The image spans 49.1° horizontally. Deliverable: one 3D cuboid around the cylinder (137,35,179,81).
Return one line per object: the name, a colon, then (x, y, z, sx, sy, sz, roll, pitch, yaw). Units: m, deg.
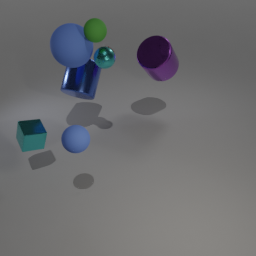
cylinder: (1.224, -2.760, 11.272, 1.400, 1.400, 1.400, 16, -4, 24)

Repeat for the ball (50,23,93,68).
ball: (-1.840, -2.693, 9.188, 1.400, 1.400, 1.400, 0, 32, 0)

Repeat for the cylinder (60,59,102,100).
cylinder: (-1.894, -2.004, 11.371, 1.400, 1.400, 1.400, 13, -5, 1)

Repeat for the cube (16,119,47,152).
cube: (-3.019, 0.225, 8.741, 0.700, 0.700, 0.700, -8, 45, -36)

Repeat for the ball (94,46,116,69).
ball: (-0.749, -2.253, 8.983, 0.700, 0.700, 0.700, 0, 32, 0)

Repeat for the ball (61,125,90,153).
ball: (-1.284, 0.274, 6.897, 0.700, 0.700, 0.700, 0, 32, 0)

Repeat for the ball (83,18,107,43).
ball: (-0.985, -2.931, 8.422, 0.700, 0.700, 0.700, 0, 32, 0)
